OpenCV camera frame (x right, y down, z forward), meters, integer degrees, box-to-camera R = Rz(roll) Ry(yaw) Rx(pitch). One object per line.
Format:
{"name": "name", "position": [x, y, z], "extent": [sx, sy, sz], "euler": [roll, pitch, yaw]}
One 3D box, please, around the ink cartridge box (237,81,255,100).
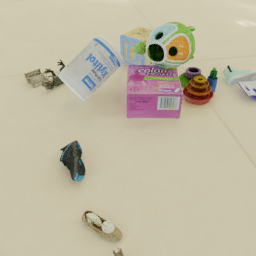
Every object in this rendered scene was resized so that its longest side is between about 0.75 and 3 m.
{"name": "ink cartridge box", "position": [5.925, -1.604, 11.963], "extent": [2.307, 0.428, 1.093], "euler": [-2, 40, -6]}

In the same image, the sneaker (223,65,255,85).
{"name": "sneaker", "position": [5.229, -2.578, 12.899], "extent": [1.675, 0.616, 0.988], "euler": [-11, 51, -9]}

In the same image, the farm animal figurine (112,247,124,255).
{"name": "farm animal figurine", "position": [-0.305, 3.152, 6.173], "extent": [0.844, 0.424, 0.681], "euler": [-32, 30, -29]}

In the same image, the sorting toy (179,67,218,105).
{"name": "sorting toy", "position": [3.051, -2.079, 12.008], "extent": [1.577, 1.077, 2.625], "euler": [-1, 39, -1]}

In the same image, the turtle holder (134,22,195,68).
{"name": "turtle holder", "position": [1.410, -3.321, 11.119], "extent": [2.332, 1.772, 1.656], "euler": [39, 52, 23]}

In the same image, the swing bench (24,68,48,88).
{"name": "swing bench", "position": [-4.155, -2.278, 12.737], "extent": [0.780, 0.509, 0.784], "euler": [-28, 42, -29]}

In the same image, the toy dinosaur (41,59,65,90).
{"name": "toy dinosaur", "position": [-3.109, -2.493, 12.876], "extent": [1.110, 0.598, 2.519], "euler": [46, 53, 13]}

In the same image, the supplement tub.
{"name": "supplement tub", "position": [-1.460, -2.381, 11.196], "extent": [2.315, 1.527, 1.527], "euler": [-47, 52, -5]}

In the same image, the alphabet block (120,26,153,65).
{"name": "alphabet block", "position": [0.648, -4.050, 14.115], "extent": [1.526, 1.518, 1.554], "euler": [29, 48, 28]}

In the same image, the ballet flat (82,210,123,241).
{"name": "ballet flat", "position": [-0.678, 2.431, 7.021], "extent": [1.197, 0.391, 0.422], "euler": [19, 43, 21]}

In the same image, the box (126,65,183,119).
{"name": "box", "position": [0.989, -1.516, 11.266], "extent": [2.070, 1.138, 2.354], "euler": [1, 39, 1]}

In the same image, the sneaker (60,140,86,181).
{"name": "sneaker", "position": [-1.732, 1.084, 8.652], "extent": [0.663, 0.593, 1.618], "euler": [-22, 36, 2]}
